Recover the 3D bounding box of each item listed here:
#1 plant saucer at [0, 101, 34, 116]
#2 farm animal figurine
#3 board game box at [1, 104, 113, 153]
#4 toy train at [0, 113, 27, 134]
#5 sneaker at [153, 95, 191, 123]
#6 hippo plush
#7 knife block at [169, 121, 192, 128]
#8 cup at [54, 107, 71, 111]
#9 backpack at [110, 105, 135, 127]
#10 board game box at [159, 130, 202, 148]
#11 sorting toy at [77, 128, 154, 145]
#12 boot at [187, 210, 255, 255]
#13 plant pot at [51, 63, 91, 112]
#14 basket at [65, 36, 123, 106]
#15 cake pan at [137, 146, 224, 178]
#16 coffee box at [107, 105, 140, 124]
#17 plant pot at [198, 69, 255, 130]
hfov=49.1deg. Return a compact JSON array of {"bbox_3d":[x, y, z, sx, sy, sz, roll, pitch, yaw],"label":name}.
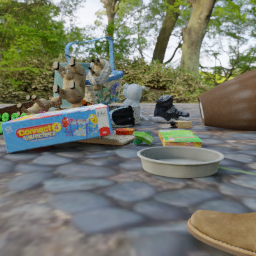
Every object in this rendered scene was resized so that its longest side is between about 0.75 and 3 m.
[{"bbox_3d":[-5.199,-0.579,11.573,2.768,0.477,2.768,-13,9,2],"label":"plant saucer"},{"bbox_3d":[-2.122,-1.056,9.894,2.966,2.934,1.547,8,-14,20],"label":"farm animal figurine"},{"bbox_3d":[-1.661,-0.094,7.103,2.283,0.651,2.331,-10,8,-9],"label":"board game box"},{"bbox_3d":[-3.928,-0.129,8.866,2.391,0.674,0.499,2,-3,23],"label":"toy train"},{"bbox_3d":[2.130,-0.917,13.190,2.218,1.262,0.837,-4,8,-32],"label":"sneaker"},{"bbox_3d":[-0.012,-1.353,14.477,1.822,1.840,2.288,-1,6,-6],"label":"hippo plush"},{"bbox_3d":[1.972,-0.119,10.662,0.793,0.254,0.696,4,8,27],"label":"knife block"},{"bbox_3d":[-2.343,-0.392,10.836,0.996,0.712,0.996,-1,12,0],"label":"cup"},{"bbox_3d":[-0.334,-0.392,10.959,0.822,0.872,1.069,-6,8,38],"label":"backpack"},{"bbox_3d":[1.295,0.266,7.222,0.870,0.273,1.821,0,5,2],"label":"board game box"},{"bbox_3d":[-0.194,0.185,7.574,2.234,0.329,1.651,3,7,27],"label":"sorting toy"},{"bbox_3d":[1.145,0.711,2.110,1.386,0.523,0.510,2,8,25],"label":"boot"},{"bbox_3d":[-2.562,-1.786,14.165,2.860,2.801,2.860,-1,6,0],"label":"plant pot"},{"bbox_3d":[-1.371,-2.234,11.603,1.947,2.799,2.468,10,28,41],"label":"basket"},{"bbox_3d":[0.861,0.545,4.684,1.416,0.260,1.416,0,6,0],"label":"cake pan"},{"bbox_3d":[-0.582,-0.604,12.485,2.007,0.801,1.134,4,7,31],"label":"coffee box"},{"bbox_3d":[3.803,-0.845,10.003,2.372,2.217,2.217,-10,5,10],"label":"plant pot"}]
